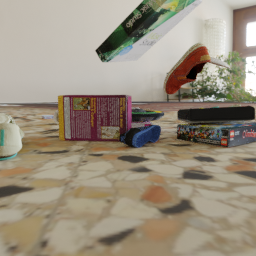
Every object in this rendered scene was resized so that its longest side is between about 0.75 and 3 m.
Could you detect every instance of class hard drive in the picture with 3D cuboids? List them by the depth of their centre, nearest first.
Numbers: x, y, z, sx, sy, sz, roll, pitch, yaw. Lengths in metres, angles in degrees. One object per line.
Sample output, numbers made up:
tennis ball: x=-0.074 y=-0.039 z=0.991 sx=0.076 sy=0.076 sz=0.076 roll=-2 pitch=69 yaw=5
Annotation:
hard drive: x=2.800 y=-0.472 z=9.513 sx=1.937 sy=0.456 sz=2.776 roll=-3 pitch=3 yaw=4

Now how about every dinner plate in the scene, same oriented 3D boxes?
dinner plate: x=3.782 y=-3.135 z=12.958 sx=2.005 sy=0.243 sz=2.005 roll=17 pitch=14 yaw=-4

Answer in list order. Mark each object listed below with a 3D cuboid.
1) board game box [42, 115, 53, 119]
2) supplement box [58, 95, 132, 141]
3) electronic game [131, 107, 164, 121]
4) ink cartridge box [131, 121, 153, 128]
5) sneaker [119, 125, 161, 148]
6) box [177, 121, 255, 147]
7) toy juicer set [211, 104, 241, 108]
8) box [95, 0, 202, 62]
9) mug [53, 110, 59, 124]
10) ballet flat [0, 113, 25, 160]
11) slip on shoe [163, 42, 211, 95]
board game box: x=-4.573 y=-0.654 z=16.377 sx=0.781 sy=0.161 sz=0.779 roll=-4 pitch=8 yaw=-28
supplement box: x=-1.003 y=-0.360 z=8.881 sx=2.172 sy=1.422 sz=1.121 roll=2 pitch=7 yaw=7
electronic game: x=0.286 y=-0.595 z=11.515 sx=2.407 sy=0.501 sz=2.407 roll=1 pitch=7 yaw=0
ink cartridge box: x=0.289 y=-0.141 z=11.399 sx=1.187 sy=0.418 sz=1.990 roll=0 pitch=5 yaw=-3
sneaker: x=0.387 y=0.171 z=8.098 sx=0.624 sy=0.562 sz=1.603 roll=13 pitch=14 yaw=31
box: x=3.113 y=0.103 z=8.844 sx=2.657 sy=0.501 sz=1.815 roll=-5 pitch=9 yaw=-38
toy juicer set: x=4.571 y=-0.714 z=15.240 sx=2.639 sy=0.718 sz=1.679 roll=-8 pitch=-6 yaw=-17
box: x=0.624 y=-3.016 z=8.278 sx=2.897 sy=0.526 sz=2.091 roll=-37 pitch=-7 yaw=34
mug: x=-3.047 y=-0.420 z=13.242 sx=0.700 sy=0.874 sz=0.718 roll=-32 pitch=-2 yaw=0
ballet flat: x=-3.182 y=0.065 z=7.193 sx=1.000 sy=1.000 sz=2.879 roll=-4 pitch=8 yaw=-26
slip on shoe: x=1.794 y=-1.675 z=8.792 sx=0.822 sy=0.679 sz=2.220 roll=-15 pitch=-21 yaw=-31
